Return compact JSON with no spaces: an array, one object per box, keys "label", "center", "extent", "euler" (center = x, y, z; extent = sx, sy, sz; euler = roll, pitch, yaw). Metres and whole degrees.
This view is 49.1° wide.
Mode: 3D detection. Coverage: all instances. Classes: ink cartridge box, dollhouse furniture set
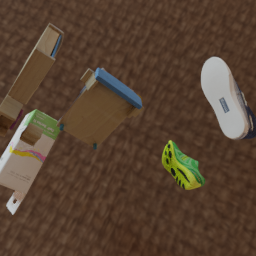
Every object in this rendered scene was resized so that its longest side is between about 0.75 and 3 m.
[{"label":"ink cartridge box","center":[-2.244,0.667,5.856],"extent":[0.668,1.162,1.985],"euler":[32,70,-24]},{"label":"dollhouse furniture set","center":[-1.008,-0.489,5.057],"extent":[1.993,1.301,1.882],"euler":[31,117,-23]}]

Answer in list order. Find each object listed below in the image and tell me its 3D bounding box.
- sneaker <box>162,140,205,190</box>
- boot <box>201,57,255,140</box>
[{"label":"sneaker","center":[0.976,0.680,5.063],"extent":[0.489,1.170,0.433],"euler":[10,121,-26]},{"label":"boot","center":[2.466,-0.686,6.810],"extent":[0.759,0.943,2.088],"euler":[-26,69,40]}]
